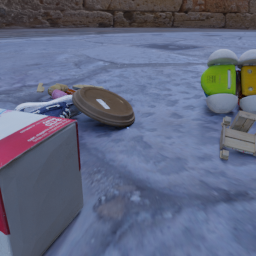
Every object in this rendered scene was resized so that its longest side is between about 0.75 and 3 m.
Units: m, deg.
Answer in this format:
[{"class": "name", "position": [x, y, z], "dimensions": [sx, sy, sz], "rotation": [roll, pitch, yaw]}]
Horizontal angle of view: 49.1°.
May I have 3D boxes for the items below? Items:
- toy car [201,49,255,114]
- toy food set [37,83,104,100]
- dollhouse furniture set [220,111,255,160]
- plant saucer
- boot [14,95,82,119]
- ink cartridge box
[{"class": "toy car", "position": [3.427, -1.355, 8.990], "dimensions": [2.246, 1.966, 1.684], "rotation": [2, -11, 6]}, {"class": "toy food set", "position": [-2.006, -1.233, 10.159], "dimensions": [2.412, 0.380, 1.533], "rotation": [2, 23, -14]}, {"class": "dollhouse furniture set", "position": [2.745, 0.387, 6.606], "dimensions": [1.217, 0.697, 1.428], "rotation": [15, 54, 7]}, {"class": "plant saucer", "position": [-0.646, -0.687, 8.062], "dimensions": [1.930, 0.284, 1.930], "rotation": [20, 27, -11]}, {"class": "boot", "position": [-1.905, -0.271, 7.631], "dimensions": [2.136, 0.777, 0.965], "rotation": [-17, 48, -37]}, {"class": "ink cartridge box", "position": [-2.016, 0.703, 4.036], "dimensions": [2.203, 1.600, 1.593], "rotation": [9, 25, 20]}]
